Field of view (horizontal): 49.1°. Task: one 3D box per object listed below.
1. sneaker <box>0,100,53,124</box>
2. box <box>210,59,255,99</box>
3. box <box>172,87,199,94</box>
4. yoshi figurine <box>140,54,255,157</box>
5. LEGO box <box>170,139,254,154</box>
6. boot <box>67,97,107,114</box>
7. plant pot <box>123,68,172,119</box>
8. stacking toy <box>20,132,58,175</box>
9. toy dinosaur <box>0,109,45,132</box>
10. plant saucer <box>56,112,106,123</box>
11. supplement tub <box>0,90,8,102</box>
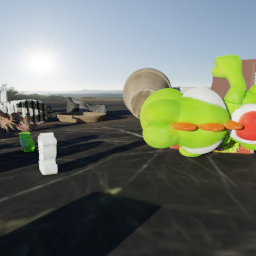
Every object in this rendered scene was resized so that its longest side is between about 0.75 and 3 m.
[{"bbox_3d":[-4.200,-0.615,10.350,2.678,0.890,1.212,-6,12,-29],"label":"sneaker"},{"bbox_3d":[3.765,-0.995,8.627,1.716,1.734,2.090,6,-2,40],"label":"box"},{"bbox_3d":[2.523,-1.419,14.735,1.227,1.439,2.251,-4,8,-28],"label":"box"},{"bbox_3d":[1.388,-0.226,4.490,2.828,1.589,1.583,-2,-25,-22],"label":"yoshi figurine"},{"bbox_3d":[1.836,-0.054,6.098,1.510,0.783,2.028,2,7,18],"label":"LEGO box"},{"bbox_3d":[-2.087,-0.956,13.996,1.736,0.920,2.636,1,17,-21],"label":"boot"},{"bbox_3d":[0.823,-1.290,12.006,2.253,2.253,1.955,1,23,4],"label":"plant pot"},{"bbox_3d":[-2.200,0.304,4.199,1.769,0.551,2.346,-4,7,-28],"label":"stacking toy"},{"bbox_3d":[-3.103,-0.143,7.991,1.330,0.571,0.901,19,14,-22],"label":"toy dinosaur"},{"bbox_3d":[-1.895,-0.447,11.379,2.020,0.298,2.020,1,8,0],"label":"plant saucer"},{"bbox_3d":[-7.086,-1.308,14.010,1.923,1.391,1.391,-3,7,-19],"label":"supplement tub"}]
